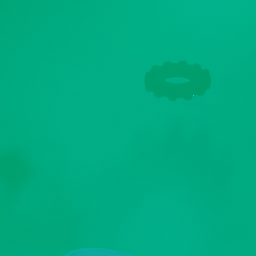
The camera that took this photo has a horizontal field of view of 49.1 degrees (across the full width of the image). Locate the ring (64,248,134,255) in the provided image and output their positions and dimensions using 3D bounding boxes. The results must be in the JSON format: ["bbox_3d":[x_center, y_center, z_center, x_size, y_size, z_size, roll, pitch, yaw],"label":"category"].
[{"bbox_3d":[-0.305,2.655,4.924,1.908,1.908,0.382,10,45,3],"label":"ring"}]
